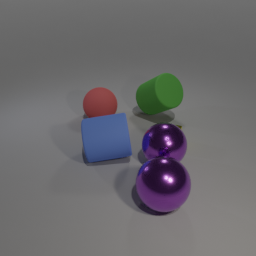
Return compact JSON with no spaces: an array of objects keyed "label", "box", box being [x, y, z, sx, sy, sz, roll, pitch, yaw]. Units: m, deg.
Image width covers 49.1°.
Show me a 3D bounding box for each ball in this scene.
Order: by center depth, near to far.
[{"label":"ball","box":[0.892,1.414,7.130,1.400,1.400,1.400,0,29,0]},{"label":"ball","box":[1.124,0.522,8.686,1.400,1.400,1.400,0,29,0]},{"label":"ball","box":[-1.125,-0.946,11.355,1.400,1.400,1.400,0,29,0]}]

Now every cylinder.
[{"label":"cylinder","box":[-0.663,0.303,8.941,1.400,1.400,1.400,-9,30,-1]},{"label":"cylinder","box":[1.253,-1.339,11.276,1.400,1.400,1.400,-21,2,-32]}]

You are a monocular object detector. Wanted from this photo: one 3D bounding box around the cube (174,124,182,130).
[{"label":"cube","box":[1.440,0.305,9.834,0.700,0.700,0.700,13,32,23]}]
